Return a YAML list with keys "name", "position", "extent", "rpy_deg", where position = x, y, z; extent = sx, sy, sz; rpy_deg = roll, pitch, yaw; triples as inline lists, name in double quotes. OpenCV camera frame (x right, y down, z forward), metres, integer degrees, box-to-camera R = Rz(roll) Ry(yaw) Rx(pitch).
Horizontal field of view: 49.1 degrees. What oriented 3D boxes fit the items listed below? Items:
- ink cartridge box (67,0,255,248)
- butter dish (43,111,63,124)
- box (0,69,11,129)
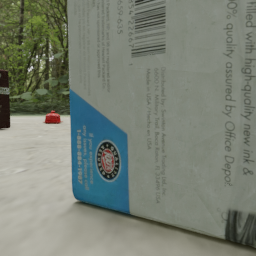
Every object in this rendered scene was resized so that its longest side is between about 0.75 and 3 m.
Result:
- name: "ink cartridge box"
  position: [0.695, -0.167, 1.163]
  extent: [2.047, 1.185, 0.683]
  rpy_deg: [3, 5, 36]
- name: "butter dish"
  position: [-3.288, -0.470, 12.276]
  extent: [0.755, 0.560, 0.758]
  rpy_deg: [-1, 3, 3]
- name: "box"
  position: [-4.368, -0.802, 7.885]
  extent: [1.406, 1.713, 1.421]
  rpy_deg: [2, 4, 27]
